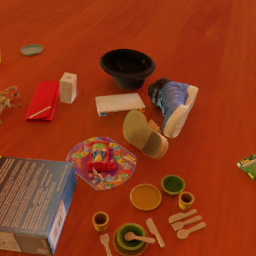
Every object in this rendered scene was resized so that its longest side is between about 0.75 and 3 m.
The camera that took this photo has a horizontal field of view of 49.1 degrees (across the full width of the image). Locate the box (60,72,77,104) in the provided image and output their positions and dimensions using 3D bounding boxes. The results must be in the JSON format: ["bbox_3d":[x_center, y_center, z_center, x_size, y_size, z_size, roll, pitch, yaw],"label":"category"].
[{"bbox_3d":[-2.285,-1.522,10.704,0.474,0.973,0.605,13,42,0],"label":"box"}]

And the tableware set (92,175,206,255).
[{"bbox_3d":[0.467,2.107,7.060,2.711,0.416,1.826,-15,43,-16],"label":"tableware set"}]

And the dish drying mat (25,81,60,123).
[{"bbox_3d":[-3.223,-1.087,10.810,0.973,0.231,2.535,-2,42,-1],"label":"dish drying mat"}]

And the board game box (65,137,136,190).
[{"bbox_3d":[-0.814,0.852,8.473,2.173,0.423,1.717,32,51,31],"label":"board game box"}]

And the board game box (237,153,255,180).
[{"bbox_3d":[4.031,1.051,8.461,1.326,0.156,0.695,-19,47,-20],"label":"board game box"}]

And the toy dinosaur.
[{"bbox_3d":[-4.770,-1.163,10.546,1.252,0.721,2.477,-17,44,-16],"label":"toy dinosaur"}]

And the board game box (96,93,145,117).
[{"bbox_3d":[-0.324,-0.874,10.264,1.646,0.213,1.646,-6,25,-7],"label":"board game box"}]

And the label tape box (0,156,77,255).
[{"bbox_3d":[-3.003,1.787,7.013,2.948,0.933,2.126,5,42,6],"label":"label tape box"}]

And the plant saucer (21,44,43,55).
[{"bbox_3d":[-4.822,-3.921,14.092,1.087,0.149,1.087,1,41,-1],"label":"plant saucer"}]

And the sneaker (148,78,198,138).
[{"bbox_3d":[1.304,-0.828,9.785,1.657,1.143,2.978,21,41,14],"label":"sneaker"}]

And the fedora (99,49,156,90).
[{"bbox_3d":[-0.051,-2.303,11.535,2.376,1.085,2.376,1,42,-1],"label":"fedora"}]

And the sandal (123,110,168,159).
[{"bbox_3d":[0.691,0.312,8.841,0.910,1.014,2.766,28,10,-27],"label":"sandal"}]
